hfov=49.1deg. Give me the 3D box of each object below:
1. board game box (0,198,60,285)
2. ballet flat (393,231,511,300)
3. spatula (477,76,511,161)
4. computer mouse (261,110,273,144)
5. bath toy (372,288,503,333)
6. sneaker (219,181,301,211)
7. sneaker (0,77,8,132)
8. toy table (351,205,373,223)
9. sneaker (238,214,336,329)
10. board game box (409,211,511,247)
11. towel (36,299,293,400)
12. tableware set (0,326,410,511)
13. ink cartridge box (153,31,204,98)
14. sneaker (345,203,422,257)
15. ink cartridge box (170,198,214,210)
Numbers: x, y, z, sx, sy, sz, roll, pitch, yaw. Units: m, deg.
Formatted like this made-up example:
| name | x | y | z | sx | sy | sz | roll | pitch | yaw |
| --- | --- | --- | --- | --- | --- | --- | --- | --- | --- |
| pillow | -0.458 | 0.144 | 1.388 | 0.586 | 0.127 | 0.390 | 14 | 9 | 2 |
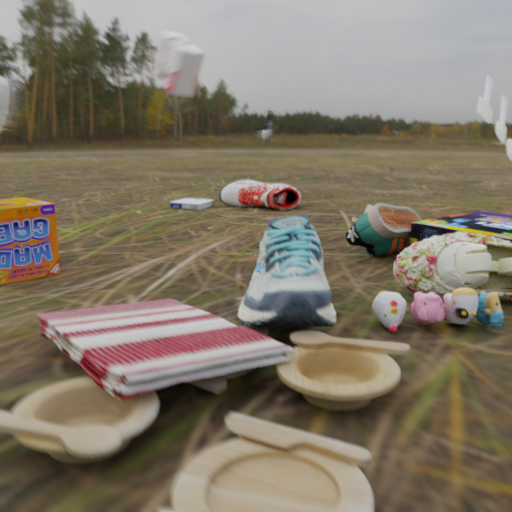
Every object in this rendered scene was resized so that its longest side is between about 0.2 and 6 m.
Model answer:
| name | x | y | z | sx | sy | sz | roll | pitch | yaw |
| --- | --- | --- | --- | --- | --- | --- | --- | --- | --- |
| board game box | -3.970 | -0.268 | 8.929 | 1.154 | 1.154 | 1.155 | 13 | 19 | 43 |
| ballet flat | 3.247 | 0.122 | 7.496 | 2.691 | 1.018 | 0.860 | 1 | -8 | 6 |
| spatula | 4.361 | -2.417 | 9.916 | 0.155 | 1.340 | 1.927 | -37 | 14 | 41 |
| computer mouse | 0.271 | -3.264 | 14.503 | 0.245 | 0.613 | 1.119 | 9 | -19 | 1 |
| bath toy | 2.098 | 0.649 | 6.582 | 1.417 | 0.616 | 0.524 | -1 | 44 | 3 |
| sneaker | 0.130 | -1.703 | 15.745 | 2.268 | 0.757 | 1.215 | 1 | 11 | -8 |
| sneaker | -4.585 | -2.150 | 9.079 | 0.756 | 1.879 | 0.718 | 20 | 36 | -34 |
| toy table | 2.288 | -0.542 | 11.033 | 0.538 | 0.844 | 0.918 | 23 | -10 | 36 |
| sneaker | 0.334 | 0.114 | 6.788 | 1.082 | 1.204 | 2.789 | 1 | 8 | -1 |
| board game box | 4.319 | -0.180 | 9.487 | 2.155 | 0.739 | 2.607 | -12 | 18 | -36 |
| towel | -1.001 | 0.819 | 5.520 | 1.694 | 0.267 | 2.352 | -5 | 9 | -35 |
| tableware set | -0.242 | 1.163 | 4.648 | 2.779 | 0.386 | 3.327 | 5 | 15 | 23 |
| ink cartridge box | -1.337 | -3.254 | 9.480 | 0.436 | 0.748 | 1.033 | 1 | 35 | -31 |
| sneaker | 2.453 | -0.414 | 10.317 | 0.873 | 0.780 | 2.186 | -33 | -29 | 35 |
| ink cartridge box | -1.824 | -1.482 | 16.033 | 0.956 | 0.211 | 0.974 | 5 | 12 | 21 |
